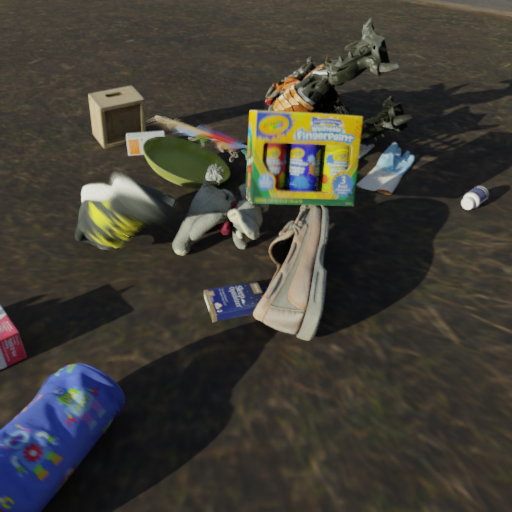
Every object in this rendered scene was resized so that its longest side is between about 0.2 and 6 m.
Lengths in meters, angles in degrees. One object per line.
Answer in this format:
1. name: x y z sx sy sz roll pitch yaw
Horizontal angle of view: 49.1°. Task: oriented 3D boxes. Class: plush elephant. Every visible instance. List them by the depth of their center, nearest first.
1. plush elephant: -0.499 -0.722 10.475 1.378 1.780 1.466 30 40 3

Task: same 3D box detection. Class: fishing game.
1. fishing game: -0.838 -2.506 12.612 2.452 0.532 3.424 22 10 14

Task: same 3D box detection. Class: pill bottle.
1. pill bottle: 4.694 -1.232 12.061 0.360 0.360 0.649 29 44 35

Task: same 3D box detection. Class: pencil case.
1. pencil case: -2.581 2.262 6.424 1.053 0.946 2.425 38 40 0

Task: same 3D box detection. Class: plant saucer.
1. plant saucer: -1.625 -2.097 12.889 2.074 0.322 2.074 18 31 -11

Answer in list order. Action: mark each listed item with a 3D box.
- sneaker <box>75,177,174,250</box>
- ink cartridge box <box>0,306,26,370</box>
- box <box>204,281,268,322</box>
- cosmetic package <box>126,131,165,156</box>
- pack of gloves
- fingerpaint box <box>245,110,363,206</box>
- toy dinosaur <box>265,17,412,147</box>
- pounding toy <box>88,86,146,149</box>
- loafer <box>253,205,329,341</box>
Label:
1. sneaker: -2.403 -0.654 10.063 1.041 1.183 2.796 18 -9 -36
2. ink cartridge box: -4.226 1.337 8.148 1.340 0.565 0.970 -25 42 -32
3. box: -0.251 0.738 9.366 1.138 0.184 0.690 -9 35 -14
4. cosmetic package: -2.809 -2.879 14.334 0.971 0.492 0.346 -7 35 -8
5. pack of gloves: 2.693 -2.399 13.667 2.011 0.472 2.394 18 38 22
6. fingerpaint box: 0.827 -1.736 9.982 1.914 1.597 0.702 1 15 -11
7. toy dinosaur: 1.731 -3.558 14.167 3.752 2.824 5.528 -20 50 8
8. pounding toy: -3.575 -3.709 14.905 1.551 1.427 1.102 -21 51 -27
9. loafer: 0.633 0.018 9.461 1.014 1.159 3.225 13 38 -2
